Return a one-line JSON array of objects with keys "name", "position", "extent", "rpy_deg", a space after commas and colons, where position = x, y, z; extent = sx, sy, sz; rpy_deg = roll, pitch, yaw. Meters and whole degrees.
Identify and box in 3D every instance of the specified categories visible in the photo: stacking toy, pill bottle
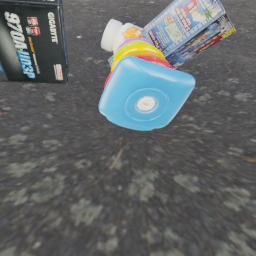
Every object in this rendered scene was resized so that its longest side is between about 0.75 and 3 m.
[{"name": "stacking toy", "position": [0.123, -0.867, 3.745], "extent": [0.975, 0.922, 1.679], "rpy_deg": [12, 44, -21]}, {"name": "pill bottle", "position": [0.215, -2.349, 8.024], "extent": [1.809, 1.025, 1.025], "rpy_deg": [24, 37, 0]}]

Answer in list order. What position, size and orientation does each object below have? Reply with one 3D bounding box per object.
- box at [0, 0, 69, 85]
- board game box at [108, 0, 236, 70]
[{"name": "box", "position": [-1.832, -1.499, 4.795], "extent": [1.492, 1.877, 0.432], "rpy_deg": [1, 61, -7]}, {"name": "board game box", "position": [0.957, -1.869, 6.220], "extent": [2.535, 0.782, 2.536], "rpy_deg": [-29, -2, 26]}]
